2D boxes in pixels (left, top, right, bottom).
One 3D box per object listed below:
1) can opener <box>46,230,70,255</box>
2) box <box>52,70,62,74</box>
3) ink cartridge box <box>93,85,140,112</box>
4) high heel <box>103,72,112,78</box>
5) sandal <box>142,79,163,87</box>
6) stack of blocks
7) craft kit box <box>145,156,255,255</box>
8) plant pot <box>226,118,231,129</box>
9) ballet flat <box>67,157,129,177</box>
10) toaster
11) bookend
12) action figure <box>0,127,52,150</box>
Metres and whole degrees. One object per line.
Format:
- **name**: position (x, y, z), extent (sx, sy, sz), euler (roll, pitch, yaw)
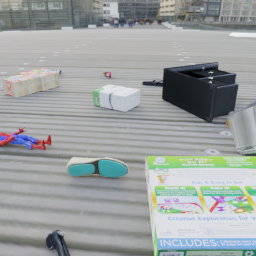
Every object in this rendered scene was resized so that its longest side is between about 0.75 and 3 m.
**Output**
- **can opener**: position (-1.102, 1.991, 4.628), extent (0.258, 0.320, 0.813), euler (32, 3, -41)
- **box**: position (-4.328, -3.146, 16.191), extent (0.683, 0.188, 1.000), euler (2, 24, 4)
- **ink cartridge box**: position (-0.447, -1.225, 11.260), extent (1.580, 0.666, 1.154), euler (15, 28, 30)
- **high heel**: position (-1.154, -3.022, 15.703), extent (0.446, 0.313, 0.930), euler (5, 17, -13)
- **sandal**: position (1.374, -2.295, 14.158), extent (1.306, 0.280, 0.496), euler (2, 24, 5)
- **stack of blocks**: position (-4.668, -2.211, 13.414), extent (1.408, 0.716, 2.445), euler (18, 30, 35)
- **craft kit box**: position (1.769, 1.435, 5.379), extent (2.761, 0.670, 2.727), euler (0, 26, 0)
- **plant pot**: position (4.444, -0.188, 9.405), extent (2.176, 0.299, 2.176), euler (1, 24, 0)
- **ballet flat**: position (-0.716, 0.889, 6.727), extent (1.480, 0.514, 0.514), euler (2, 24, 2)
- **toaster**: position (3.478, -0.009, 7.225), extent (1.093, 1.243, 1.924), euler (-5, -10, -12)
- **bookend**: position (3.419, -1.596, 11.237), extent (2.969, 1.376, 2.988), euler (-12, 27, -25)
- **action figure**: position (-3.225, 0.307, 8.128), extent (1.917, 0.496, 0.627), euler (2, 26, 11)
